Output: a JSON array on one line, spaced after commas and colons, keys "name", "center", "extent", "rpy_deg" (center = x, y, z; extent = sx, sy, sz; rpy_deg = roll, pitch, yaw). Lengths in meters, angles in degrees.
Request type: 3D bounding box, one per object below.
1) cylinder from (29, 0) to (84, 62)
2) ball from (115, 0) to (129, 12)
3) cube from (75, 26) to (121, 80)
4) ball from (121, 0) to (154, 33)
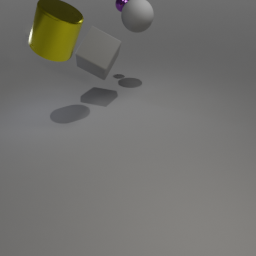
[{"name": "cylinder", "center": [-2.255, -3.050, 8.766], "extent": [1.400, 1.400, 1.400], "rpy_deg": [18, 40, -16]}, {"name": "ball", "center": [-0.225, -5.598, 12.639], "extent": [0.700, 0.700, 0.700], "rpy_deg": [0, 30, 0]}, {"name": "cube", "center": [-1.254, -3.095, 11.744], "extent": [1.400, 1.400, 1.400], "rpy_deg": [27, -10, -3]}, {"name": "ball", "center": [0.407, -4.867, 12.127], "extent": [1.400, 1.400, 1.400], "rpy_deg": [0, 30, 0]}]
